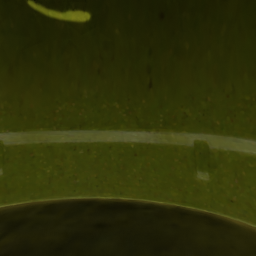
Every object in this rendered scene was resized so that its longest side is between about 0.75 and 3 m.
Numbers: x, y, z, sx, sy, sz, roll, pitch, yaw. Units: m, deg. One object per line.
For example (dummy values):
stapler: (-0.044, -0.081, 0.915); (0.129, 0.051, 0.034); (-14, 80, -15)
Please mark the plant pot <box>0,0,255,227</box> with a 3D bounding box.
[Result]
plant pot: (-0.243, -0.580, 0.878); (2.920, 2.685, 2.920); (1, 6, 0)
